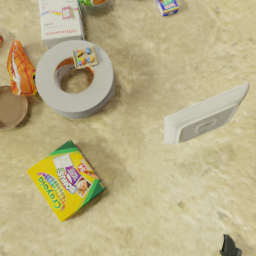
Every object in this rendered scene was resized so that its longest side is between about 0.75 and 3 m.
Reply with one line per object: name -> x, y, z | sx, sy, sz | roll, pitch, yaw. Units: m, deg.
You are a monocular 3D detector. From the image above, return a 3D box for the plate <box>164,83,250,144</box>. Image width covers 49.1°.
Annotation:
plate -> 2.006, -0.193, 7.402 | 2.171, 2.176, 0.352 | -23, 71, -1

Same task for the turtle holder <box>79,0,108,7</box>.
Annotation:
turtle holder -> -1.396, -5.627, 11.419 | 1.148, 1.616, 1.228 | 1, 117, -13

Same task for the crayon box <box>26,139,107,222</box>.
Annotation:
crayon box -> -2.109, 1.807, 9.746 | 1.846, 0.624, 2.139 | -37, 79, -8

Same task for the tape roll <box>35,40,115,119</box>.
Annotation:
tape roll -> -1.927, -1.802, 10.486 | 2.826, 0.934, 2.826 | 0, 76, -1

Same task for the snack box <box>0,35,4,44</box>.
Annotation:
snack box -> -6.058, -2.867, 11.070 | 0.899, 0.304, 2.500 | 32, 78, 8

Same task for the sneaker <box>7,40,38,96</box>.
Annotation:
sneaker -> -4.050, -2.274, 10.761 | 0.981, 0.928, 2.544 | 0, 64, -39

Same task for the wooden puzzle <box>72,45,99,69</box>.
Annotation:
wooden puzzle -> -1.548, -2.590, 10.104 | 0.846, 0.196, 0.783 | -13, 76, -3

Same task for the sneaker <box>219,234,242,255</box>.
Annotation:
sneaker -> 3.292, 4.288, 9.276 | 0.693, 0.399, 1.329 | 27, 73, 6

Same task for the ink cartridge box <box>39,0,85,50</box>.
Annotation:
ink cartridge box -> -2.614, -4.261, 11.113 | 1.521, 0.891, 2.105 | -9, 77, -3

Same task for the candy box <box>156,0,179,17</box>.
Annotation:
candy box -> 1.618, -5.127, 11.627 | 0.693, 0.316, 0.820 | -20, 78, -6

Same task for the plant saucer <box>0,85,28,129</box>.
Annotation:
plant saucer -> -4.590, -0.749, 10.548 | 1.722, 0.315, 1.722 | 0, 76, -1
